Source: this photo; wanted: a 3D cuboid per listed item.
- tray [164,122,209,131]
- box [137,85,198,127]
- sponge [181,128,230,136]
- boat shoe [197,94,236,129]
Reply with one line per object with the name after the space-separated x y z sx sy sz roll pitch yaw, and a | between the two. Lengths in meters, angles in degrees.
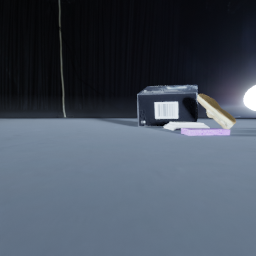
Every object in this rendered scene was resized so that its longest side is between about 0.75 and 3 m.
1.321 -0.048 6.474 0.821 0.170 1.530 0 2 0 | tray
1.256 -0.708 8.471 1.669 0.997 1.698 0 15 14 | box
1.403 0.067 5.101 0.775 0.116 0.432 0 3 -8 | sponge
2.006 -0.374 6.565 1.062 0.345 0.383 42 39 11 | boat shoe
